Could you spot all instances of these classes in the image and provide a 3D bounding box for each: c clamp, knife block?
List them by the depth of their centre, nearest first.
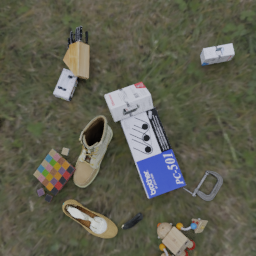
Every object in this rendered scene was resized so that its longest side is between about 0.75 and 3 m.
[{"bbox_3d":[2.707,1.984,9.839,1.037,0.164,1.214,39,81,8],"label":"c clamp"},{"bbox_3d":[-1.712,-2.799,10.199,1.441,0.525,1.641,-55,54,25],"label":"knife block"}]

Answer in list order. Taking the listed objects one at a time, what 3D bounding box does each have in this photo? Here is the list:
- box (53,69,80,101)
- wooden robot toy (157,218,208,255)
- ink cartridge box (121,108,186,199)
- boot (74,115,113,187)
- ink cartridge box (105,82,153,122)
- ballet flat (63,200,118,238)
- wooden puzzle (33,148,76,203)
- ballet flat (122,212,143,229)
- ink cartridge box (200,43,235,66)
[{"bbox_3d":[-2.304,-1.621,10.551,0.632,0.326,1.084,17,78,4],"label":"box"},{"bbox_3d":[1.376,3.721,9.233,2.642,1.164,1.199,-47,46,-9],"label":"wooden robot toy"},{"bbox_3d":[0.838,0.857,9.843,1.356,0.638,2.886,-19,78,-3],"label":"ink cartridge box"},{"bbox_3d":[-1.249,0.806,9.243,0.851,1.826,2.361,25,79,5],"label":"boot"},{"bbox_3d":[0.017,-0.948,10.002,1.484,0.615,1.089,-19,37,-4],"label":"ink cartridge box"},{"bbox_3d":[-1.315,3.093,9.343,2.076,0.654,0.713,26,79,5],"label":"ballet flat"},{"bbox_3d":[-2.567,1.540,9.734,1.152,0.136,1.942,38,93,18],"label":"wooden puzzle"},{"bbox_3d":[0.151,3.200,9.581,0.825,0.234,0.274,-31,122,-5],"label":"ballet flat"},{"bbox_3d":[3.256,-2.684,10.285,1.046,0.766,0.449,-10,85,5],"label":"ink cartridge box"}]
